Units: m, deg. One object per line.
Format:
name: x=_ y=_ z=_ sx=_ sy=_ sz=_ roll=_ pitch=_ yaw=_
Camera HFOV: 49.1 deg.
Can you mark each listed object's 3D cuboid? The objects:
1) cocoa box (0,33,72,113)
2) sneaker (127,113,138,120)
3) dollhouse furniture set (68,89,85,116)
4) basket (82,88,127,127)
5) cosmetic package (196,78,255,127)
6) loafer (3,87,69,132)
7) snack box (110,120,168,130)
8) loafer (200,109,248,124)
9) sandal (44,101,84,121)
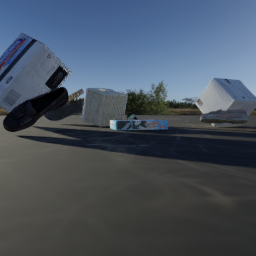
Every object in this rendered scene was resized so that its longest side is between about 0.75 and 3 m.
cocoa box: x=-3.666 y=-1.754 z=9.974 sx=1.662 sy=2.533 sz=1.689 roll=32 pitch=-9 yaw=35
sneaker: x=0.208 y=-0.173 z=9.401 sx=0.354 sy=0.409 sz=0.988 roll=-36 pitch=-21 yaw=5
dollhouse furniture set: x=-1.944 y=-0.701 z=12.124 sx=1.547 sy=1.814 sz=0.886 roll=-26 pitch=11 yaw=14
basket: x=-0.806 y=-0.706 z=9.789 sx=1.213 sy=1.224 sz=0.984 roll=-4 pitch=21 yaw=-45
cosmetic package: x=3.362 y=-0.863 z=9.498 sx=1.432 sy=1.181 sz=1.180 roll=-3 pitch=47 yaw=-34
loafer: x=-2.035 y=-0.484 z=6.201 sx=1.587 sy=0.570 sz=0.500 roll=-33 pitch=-9 yaw=-24
snack box: x=0.290 y=-0.096 z=7.855 sx=1.462 sy=0.271 sz=0.849 roll=-1 pitch=3 yaw=-14
loafer: x=2.638 y=-0.348 z=7.755 sx=1.289 sy=0.405 sz=0.463 roll=2 pitch=-17 yaw=1
sandal: x=-2.746 y=-0.737 z=12.063 sx=1.826 sy=0.694 sz=0.391 roll=-9 pitch=17 yaw=0
